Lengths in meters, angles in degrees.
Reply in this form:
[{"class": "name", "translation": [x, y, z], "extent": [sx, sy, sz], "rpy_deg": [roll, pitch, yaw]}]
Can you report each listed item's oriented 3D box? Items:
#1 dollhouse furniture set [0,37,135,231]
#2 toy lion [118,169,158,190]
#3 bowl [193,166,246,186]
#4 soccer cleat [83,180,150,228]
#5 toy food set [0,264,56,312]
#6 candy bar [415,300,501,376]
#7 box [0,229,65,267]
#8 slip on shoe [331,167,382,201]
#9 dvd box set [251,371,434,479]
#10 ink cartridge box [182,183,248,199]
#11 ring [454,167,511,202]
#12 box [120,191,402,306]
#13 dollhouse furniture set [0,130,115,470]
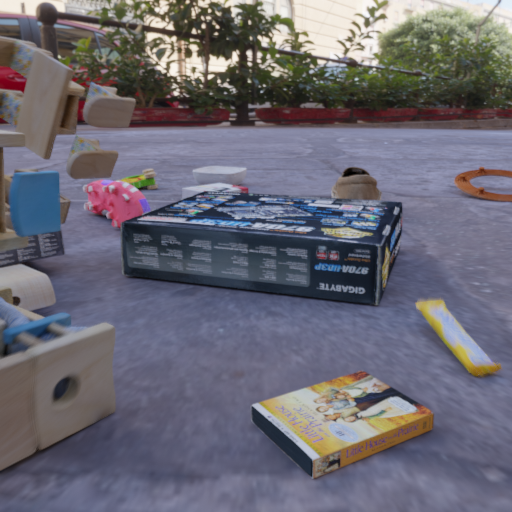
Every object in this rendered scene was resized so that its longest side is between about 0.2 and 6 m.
[{"class": "dollhouse furniture set", "translation": [-3.482, -1.711, 8.301], "extent": [2.314, 2.519, 1.639], "rpy_deg": [33, 24, 19]}, {"class": "toy lion", "translation": [-3.708, -2.213, 16.853], "extent": [1.392, 0.499, 1.453], "rpy_deg": [-11, 18, -10]}, {"class": "bowl", "translation": [-1.105, -2.418, 17.278], "extent": [1.419, 0.530, 1.421], "rpy_deg": [7, 17, 22]}, {"class": "soccer cleat", "translation": [-2.865, -1.200, 12.351], "extent": [1.151, 1.004, 3.009], "rpy_deg": [-10, 16, -34]}, {"class": "toy food set", "translation": [-3.500, 0.540, 7.310], "extent": [1.237, 0.521, 1.724], "rpy_deg": [-14, 13, -36]}, {"class": "candy bar", "translation": [2.206, 0.879, 6.201], "extent": [0.355, 0.158, 1.422], "rpy_deg": [-3, 25, -7]}, {"class": "box", "translation": [-4.263, -0.030, 8.586], "extent": [1.630, 0.496, 2.022], "rpy_deg": [1, 11, 43]}, {"class": "slip on shoe", "translation": [2.476, -1.707, 13.898], "extent": [1.289, 1.027, 3.390], "rpy_deg": [3, 16, 11]}, {"class": "dvd box set", "translation": [0.721, 1.374, 4.777], "extent": [1.267, 0.186, 0.927], "rpy_deg": [-9, 17, -29]}, {"class": "ink cartridge box", "translation": [-0.981, -1.368, 13.490], "extent": [0.991, 0.563, 1.360], "rpy_deg": [14, 19, 35]}, {"class": "ring", "translation": [6.842, -2.065, 15.708], "extent": [2.450, 0.235, 2.450], "rpy_deg": [-1, 29, 0]}, {"class": "box", "translation": [0.286, -0.335, 9.339], "extent": [3.987, 0.917, 3.169], "rpy_deg": [5, 17, 18]}, {"class": "dollhouse furniture set", "translation": [-2.327, 0.245, 4.488], "extent": [1.664, 2.362, 1.655], "rpy_deg": [13, 17, 32]}]
